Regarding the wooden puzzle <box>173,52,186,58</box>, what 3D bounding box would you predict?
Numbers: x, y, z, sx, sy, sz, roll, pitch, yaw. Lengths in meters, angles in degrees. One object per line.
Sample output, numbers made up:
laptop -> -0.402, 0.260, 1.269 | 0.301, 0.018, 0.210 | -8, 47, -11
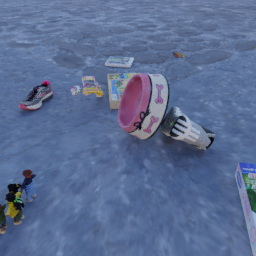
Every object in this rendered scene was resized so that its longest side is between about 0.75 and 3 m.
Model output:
wooden puzzle -> 2.646, -3.733, 14.323 | 0.520, 0.062, 0.878 | -7, 33, -10

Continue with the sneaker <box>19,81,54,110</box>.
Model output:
sneaker -> -3.184, -1.110, 9.618 | 0.636, 0.589, 1.578 | 10, 34, 15

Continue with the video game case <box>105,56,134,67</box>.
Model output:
video game case -> -0.392, -3.158, 13.326 | 1.212, 0.141, 1.101 | 5, 32, 8

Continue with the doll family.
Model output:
doll family -> -2.182, 1.364, 5.479 | 0.518, 0.764, 1.321 | 1, 32, 2

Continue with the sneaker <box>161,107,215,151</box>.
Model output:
sneaker -> 1.666, 0.117, 7.657 | 1.255, 0.815, 2.174 | 28, 12, -8

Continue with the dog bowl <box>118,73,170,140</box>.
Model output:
dog bowl -> 0.336, -0.637, 7.512 | 0.678, 1.840, 1.840 | 14, 27, -22

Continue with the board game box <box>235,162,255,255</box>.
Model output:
board game box -> 3.363, 1.580, 5.435 | 2.131, 0.439, 2.126 | 5, 32, 8

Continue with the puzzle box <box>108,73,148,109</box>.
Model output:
puzzle box -> 0.118, -1.443, 10.398 | 1.690, 0.323, 2.540 | -3, 32, -5

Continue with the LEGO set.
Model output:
LEGO set -> -1.218, -1.412, 9.523 | 0.696, 0.563, 1.513 | -14, -4, 33
